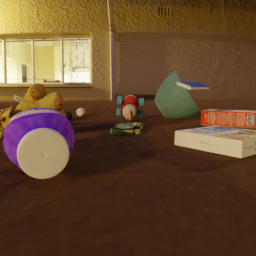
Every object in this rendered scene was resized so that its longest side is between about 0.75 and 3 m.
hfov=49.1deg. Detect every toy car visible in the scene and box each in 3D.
[{"bbox_3d":[0.083,-0.747,13.372,1.307,1.254,1.418,5,35,0],"label":"toy car"}]

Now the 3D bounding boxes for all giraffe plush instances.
[{"bbox_3d":[-2.976,-0.323,8.137,1.915,1.653,1.553,12,31,13],"label":"giraffe plush"}]

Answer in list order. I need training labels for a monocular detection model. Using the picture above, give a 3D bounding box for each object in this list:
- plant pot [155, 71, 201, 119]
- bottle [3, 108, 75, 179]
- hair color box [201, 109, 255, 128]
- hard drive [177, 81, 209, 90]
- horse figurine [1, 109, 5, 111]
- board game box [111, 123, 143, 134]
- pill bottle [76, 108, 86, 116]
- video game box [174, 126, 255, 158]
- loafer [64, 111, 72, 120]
[{"bbox_3d":[2.293,-1.398,13.978,1.625,2.413,2.413,-31,0,14],"label":"plant pot"},{"bbox_3d":[-1.609,0.187,5.129,1.222,0.955,2.925,-10,10,-19],"label":"bottle"},{"bbox_3d":[4.100,-0.406,11.168,2.061,0.659,1.143,6,9,32],"label":"hair color box"},{"bbox_3d":[2.030,-1.330,8.737,0.882,0.112,0.582,-7,27,-37],"label":"hard drive"},{"bbox_3d":[-4.766,-0.213,9.700,1.093,0.412,1.650,0,25,-8],"label":"horse figurine"},{"bbox_3d":[0.003,-0.007,9.829,0.953,0.213,1.819,-1,7,7],"label":"board game box"},{"bbox_3d":[-2.689,-0.913,15.972,0.461,0.461,0.821,0,8,-1],"label":"pill bottle"},{"bbox_3d":[2.356,0.269,6.737,1.683,0.432,1.847,-9,11,-37],"label":"video game box"},{"bbox_3d":[-3.435,-0.618,13.294,1.607,0.585,0.581,3,12,30],"label":"loafer"}]
